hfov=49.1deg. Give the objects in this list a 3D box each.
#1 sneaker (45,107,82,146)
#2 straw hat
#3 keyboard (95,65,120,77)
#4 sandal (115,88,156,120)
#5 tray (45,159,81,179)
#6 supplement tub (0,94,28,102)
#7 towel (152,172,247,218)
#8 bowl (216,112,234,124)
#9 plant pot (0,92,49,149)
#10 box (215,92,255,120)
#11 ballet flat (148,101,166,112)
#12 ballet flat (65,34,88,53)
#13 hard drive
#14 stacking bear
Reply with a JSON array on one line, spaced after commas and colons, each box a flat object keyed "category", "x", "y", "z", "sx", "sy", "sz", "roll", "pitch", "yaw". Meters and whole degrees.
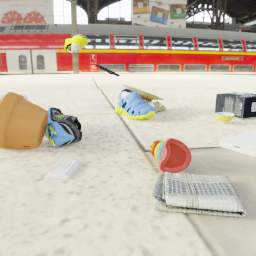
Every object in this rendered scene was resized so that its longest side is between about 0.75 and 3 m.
[{"category": "sneaker", "x": -2.298, "y": -0.028, "z": 9.918, "sx": 1.168, "sy": 0.999, "sz": 2.819, "roll": 4, "pitch": 16, "yaw": -25}, {"category": "straw hat", "x": 0.668, "y": -1.436, "z": 14.985, "sx": 2.489, "sy": 1.053, "sz": 2.489, "roll": 20, "pitch": 6, "yaw": -2}, {"category": "keyboard", "x": -0.921, "y": -2.515, "z": 12.303, "sx": 1.147, "sy": 0.118, "sz": 0.729, "roll": 26, "pitch": 16, "yaw": 10}, {"category": "sandal", "x": 0.275, "y": -1.157, "z": 13.512, "sx": 1.167, "sy": 1.279, "sz": 2.937, "roll": -7, "pitch": 18, "yaw": -33}, {"category": "tray", "x": -1.638, "y": 1.020, "z": 7.182, "sx": 0.608, "sy": 0.126, "sz": 1.133, "roll": 3, "pitch": 14, "yaw": 6}, {"category": "supplement tub", "x": -4.826, "y": -0.549, "z": 10.719, "sx": 1.964, "sy": 1.418, "sz": 1.418, "roll": -6, "pitch": 15, "yaw": -23}, {"category": "towel", "x": 1.381, "y": 1.276, "z": 5.819, "sx": 1.720, "sy": 0.297, "sz": 1.656, "roll": 1, "pitch": 14, "yaw": 9}, {"category": "bowl", "x": 4.232, "y": -0.418, "z": 12.262, "sx": 0.774, "sy": 0.416, "sz": 0.774, "roll": 0, "pitch": 15, "yaw": 0}, {"category": "plant pot", "x": -3.276, "y": -0.110, "z": 8.767, "sx": 1.254, "sy": 1.792, "sz": 1.792, "roll": 15, "pitch": 13, "yaw": -6}, {"category": "box", "x": 5.580, "y": -1.152, "z": 13.888, "sx": 1.737, "sy": 1.077, "sz": 1.708, "roll": -8, "pitch": 14, "yaw": -29}, {"category": "ballet flat", "x": 1.445, "y": -1.106, "z": 14.620, "sx": 0.648, "sy": 0.595, "sz": 1.888, "roll": 11, "pitch": 17, "yaw": 36}, {"category": "ballet flat", "x": -1.740, "y": -2.730, "z": 9.261, "sx": 0.496, "sy": 0.498, "sz": 1.486, "roll": 21, "pitch": -1, "yaw": -33}, {"category": "hard drive", "x": 4.105, "y": 0.469, "z": 9.096, "sx": 1.943, "sy": 0.255, "sz": 1.281, "roll": -11, "pitch": 18, "yaw": -34}, {"category": "stacking bear", "x": 1.020, "y": 0.652, "z": 7.425, "sx": 0.806, "sy": 0.861, "sz": 1.417, "roll": 14, "pitch": 2, "yaw": -15}]
